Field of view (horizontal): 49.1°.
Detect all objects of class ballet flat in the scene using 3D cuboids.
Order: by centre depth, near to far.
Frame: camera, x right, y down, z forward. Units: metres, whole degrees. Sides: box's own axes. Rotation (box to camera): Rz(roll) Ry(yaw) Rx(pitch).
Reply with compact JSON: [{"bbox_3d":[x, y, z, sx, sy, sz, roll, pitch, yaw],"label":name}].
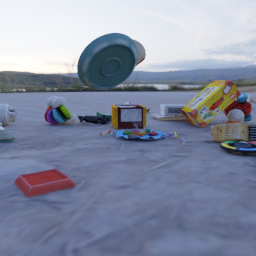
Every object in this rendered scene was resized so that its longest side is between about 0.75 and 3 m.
[{"bbox_3d":[-4.745,0.077,9.294,2.084,0.664,0.702,2,9,12],"label":"ballet flat"}]

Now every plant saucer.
[{"bbox_3d":[-1.591,0.999,5.336,0.920,0.169,0.918,-8,12,-35],"label":"plant saucer"},{"bbox_3d":[-0.672,-2.356,10.517,2.498,2.498,0.342,-6,48,-33],"label":"plant saucer"}]

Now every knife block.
[{"bbox_3d":[3.629,0.198,8.854,1.391,0.507,1.584,9,-9,-31],"label":"knife block"}]

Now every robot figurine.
[{"bbox_3d":[-5.807,-0.578,12.326,1.654,0.934,1.402,-2,44,-14],"label":"robot figurine"}]

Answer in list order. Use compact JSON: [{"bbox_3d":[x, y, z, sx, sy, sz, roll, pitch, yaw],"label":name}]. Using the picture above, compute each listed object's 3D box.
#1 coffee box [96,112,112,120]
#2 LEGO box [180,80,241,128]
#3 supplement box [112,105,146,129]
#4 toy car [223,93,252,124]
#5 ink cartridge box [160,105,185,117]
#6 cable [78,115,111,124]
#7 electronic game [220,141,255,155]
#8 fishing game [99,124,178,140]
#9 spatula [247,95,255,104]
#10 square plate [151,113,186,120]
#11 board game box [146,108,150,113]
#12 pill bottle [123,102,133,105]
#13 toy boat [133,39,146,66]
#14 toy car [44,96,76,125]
[{"bbox_3d":[-1.164,-0.600,14.307,0.683,0.244,1.110,7,7,-24],"label":"coffee box"},{"bbox_3d":[3.560,-1.116,12.333,2.149,0.829,1.601,-41,13,0],"label":"LEGO box"},{"bbox_3d":[0.019,-0.515,12.090,1.345,0.893,1.327,-1,10,-8],"label":"supplement box"},{"bbox_3d":[4.799,-0.614,12.709,1.313,1.368,1.484,2,40,40],"label":"toy car"},{"bbox_3d":[2.736,-0.925,14.718,2.104,0.650,2.594,1,2,-2],"label":"ink cartridge box"},{"bbox_3d":[-1.555,-0.377,13.121,1.536,0.390,1.253,0,1,-18],"label":"cable"},{"bbox_3d":[3.221,0.524,7.867,1.219,0.254,1.219,0,9,0],"label":"electronic game"},{"bbox_3d":[0.405,0.116,9.929,2.690,0.418,1.926,2,7,12],"label":"fishing game"},{"bbox_3d":[6.047,-0.840,12.904,0.195,1.688,2.427,-43,-9,19],"label":"spatula"},{"bbox_3d":[2.082,-0.596,14.659,1.474,0.212,1.488,-2,10,-12],"label":"square plate"},{"bbox_3d":[0.900,-1.121,17.561,0.827,0.284,1.000,3,10,10],"label":"board game box"},{"bbox_3d":[-0.015,-1.652,20.195,0.456,0.456,0.813,5,11,25],"label":"pill bottle"},{"bbox_3d":[-0.080,-3.076,12.676,1.911,1.247,1.249,-38,-12,-14],"label":"toy boat"},{"bbox_3d":[-3.192,-0.651,12.631,1.149,1.340,1.532,-43,30,-22],"label":"toy car"}]
